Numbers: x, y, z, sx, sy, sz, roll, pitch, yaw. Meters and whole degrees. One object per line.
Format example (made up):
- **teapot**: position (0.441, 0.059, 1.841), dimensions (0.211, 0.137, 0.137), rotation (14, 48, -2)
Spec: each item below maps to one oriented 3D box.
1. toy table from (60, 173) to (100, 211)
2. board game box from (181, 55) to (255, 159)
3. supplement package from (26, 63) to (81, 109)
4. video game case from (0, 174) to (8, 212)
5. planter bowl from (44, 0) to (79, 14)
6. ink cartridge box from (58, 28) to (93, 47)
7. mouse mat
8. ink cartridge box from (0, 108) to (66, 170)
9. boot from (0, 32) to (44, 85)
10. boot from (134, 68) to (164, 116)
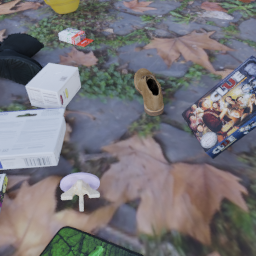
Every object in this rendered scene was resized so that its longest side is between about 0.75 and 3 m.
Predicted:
- **toy table**: position (-1.116, 1.441, 6.523), dimensions (0.922, 0.847, 0.540), rotation (-13, 28, -2)
- **board game box**: position (2.806, -0.588, 7.482), dimensions (2.535, 0.439, 1.717), rotation (-41, 38, 17)
- **supplement package**: position (-2.443, -1.392, 9.404), dimensions (1.153, 0.821, 1.481), rotation (12, 46, 14)
- **video game case**: position (-3.700, 1.733, 6.523), dimensions (1.495, 0.268, 1.355), rotation (-5, 44, -6)
- **planter bowl**: position (-3.298, -6.586, 14.697), dimensions (2.199, 0.916, 2.199), rotation (-8, 34, 5)
- **ink cartridge box**: position (-2.335, -4.093, 12.591), dimensions (1.388, 0.350, 0.756), rotation (22, 48, 23)
- **mouse mat**: position (-0.973, 2.981, 4.889), dimensions (2.129, 0.100, 2.646), rotation (14, 34, 18)
- **ink cartridge box**: position (-2.956, 0.245, 7.776), dimensions (2.324, 0.473, 2.328), rotation (-4, 33, -1)
- **boot**: position (-4.023, -2.740, 10.750), dimensions (2.824, 1.045, 2.314), rotation (11, 42, 13)
- **boot**: position (0.737, -1.511, 9.495), dimensions (0.887, 0.909, 2.410), rotation (-9, 42, -5)
